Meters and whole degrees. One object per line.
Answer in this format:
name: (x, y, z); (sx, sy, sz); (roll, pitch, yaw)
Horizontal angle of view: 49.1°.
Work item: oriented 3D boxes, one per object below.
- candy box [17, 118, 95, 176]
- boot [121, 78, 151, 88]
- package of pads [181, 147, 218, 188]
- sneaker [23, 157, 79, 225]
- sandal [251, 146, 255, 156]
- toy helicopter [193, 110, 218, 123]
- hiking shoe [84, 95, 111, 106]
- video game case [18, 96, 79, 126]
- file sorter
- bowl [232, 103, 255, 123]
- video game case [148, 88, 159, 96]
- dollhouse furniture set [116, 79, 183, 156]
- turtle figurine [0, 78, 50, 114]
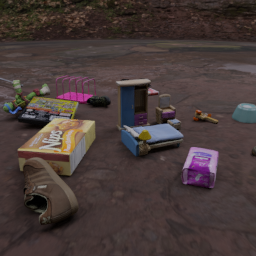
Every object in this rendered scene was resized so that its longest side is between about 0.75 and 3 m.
candy box: (-2.129, 0.489, 8.982); (1.540, 0.738, 2.669); (3, 23, 9)
boot: (0.482, -2.588, 16.221); (1.643, 0.608, 1.347); (14, 27, 14)
package of pads: (2.047, 1.064, 7.867); (0.863, 0.542, 1.433); (5, 23, 20)
sneaker: (-2.146, 1.409, 6.653); (0.897, 0.836, 2.375); (-21, 29, -37)
sandal: (4.830, 0.743, 8.714); (1.774, 0.484, 0.725); (12, 25, 26)
toy helicopter: (3.337, -0.435, 11.873); (1.049, 0.414, 0.693); (26, 23, 27)
hiking shoe: (-1.465, -1.251, 13.656); (1.422, 0.538, 0.716); (8, 31, 42)
video game case: (-3.242, -0.691, 11.698); (2.045, 0.261, 1.848); (7, 35, -1)
file sorter: (-2.727, -2.077, 14.717); (1.796, 1.126, 1.248); (10, 24, 23)
bowl: (5.116, -0.682, 12.026); (1.161, 0.607, 1.161); (1, 23, 0)
video game case: (0.602, -2.018, 15.839); (1.878, 0.164, 1.343); (-11, 25, -23)
dollhouse furniture set: (1.056, -0.522, 9.982); (2.699, 1.865, 2.859); (-9, 24, -19)
turtle figurine: (-4.867, -1.538, 12.673); (2.265, 1.630, 2.196); (25, 31, 33)
